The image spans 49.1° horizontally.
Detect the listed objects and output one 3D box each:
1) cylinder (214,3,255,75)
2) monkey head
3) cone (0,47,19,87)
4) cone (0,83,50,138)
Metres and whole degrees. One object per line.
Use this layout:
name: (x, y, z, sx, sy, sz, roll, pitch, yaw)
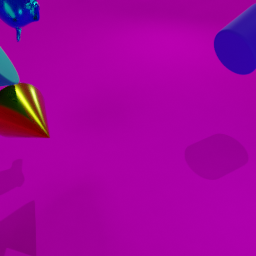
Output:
cylinder: (3.106, -2.244, 7.097, 1.309, 1.309, 1.309, -39, 51, -11)
monkey head: (-2.467, -2.737, 6.191, 0.925, 1.535, 1.104, -22, 25, -4)
cone: (-3.023, -0.937, 4.593, 1.656, 1.650, 1.650, -35, 47, 0)
cone: (-1.837, -0.088, 5.398, 1.218, 1.218, 1.222, -32, 48, -32)
